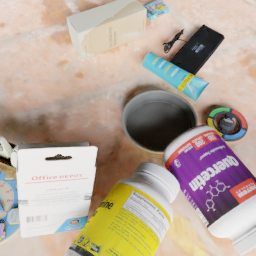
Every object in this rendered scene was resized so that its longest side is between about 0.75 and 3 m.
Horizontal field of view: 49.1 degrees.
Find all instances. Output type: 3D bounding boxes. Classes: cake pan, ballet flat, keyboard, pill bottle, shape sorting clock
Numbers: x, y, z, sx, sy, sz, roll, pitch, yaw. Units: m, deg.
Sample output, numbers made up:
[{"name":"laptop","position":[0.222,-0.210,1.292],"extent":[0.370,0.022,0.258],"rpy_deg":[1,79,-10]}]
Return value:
[{"name":"cake pan","position":[0.922,-0.169,8.348],"extent":[2.235,0.410,2.235],"rpy_deg":[0,57,0]},{"name":"ballet flat","position":[-3.077,0.649,7.251],"extent":[2.643,0.956,0.896],"rpy_deg":[21,44,10]},{"name":"keyboard","position":[2.312,-3.013,10.338],"extent":[1.682,0.273,2.647],"rpy_deg":[35,62,13]},{"name":"pill bottle","position":[0.014,2.120,6.130],"extent":[1.540,1.540,2.739],"rpy_deg":[28,57,17]},{"name":"shape sorting clock","position":[-3.478,1.848,6.994],"extent":[2.298,0.451,2.298],"rpy_deg":[0,56,0]},{"name":"pill bottle","position":[2.147,1.385,6.611],"extent":[1.582,1.582,2.814],"rpy_deg":[-25,60,-16]}]

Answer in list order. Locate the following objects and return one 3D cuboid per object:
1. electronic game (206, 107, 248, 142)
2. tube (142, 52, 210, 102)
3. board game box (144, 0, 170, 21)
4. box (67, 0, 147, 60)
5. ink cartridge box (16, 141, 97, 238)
[{"name":"electronic game","position":[2.970,-0.129,8.420],"extent":[1.230,0.256,1.230],"rpy_deg":[0,56,0]},{"name":"tube","position":[1.539,-1.761,9.393],"extent":[2.262,0.570,0.876],"rpy_deg":[34,76,16]},{"name":"board game box","position":[1.102,-4.884,11.589],"extent":[0.994,0.233,0.750],"rpy_deg":[-31,62,-19]},{"name":"box","position":[-0.734,-3.662,10.178],"extent":[2.668,1.267,1.037],"rpy_deg":[-27,61,-15]},{"name":"ink cartridge box","position":[-1.549,1.136,5.965],"extent":[1.483,2.560,0.854],"rpy_deg":[-1,37,-20]}]
